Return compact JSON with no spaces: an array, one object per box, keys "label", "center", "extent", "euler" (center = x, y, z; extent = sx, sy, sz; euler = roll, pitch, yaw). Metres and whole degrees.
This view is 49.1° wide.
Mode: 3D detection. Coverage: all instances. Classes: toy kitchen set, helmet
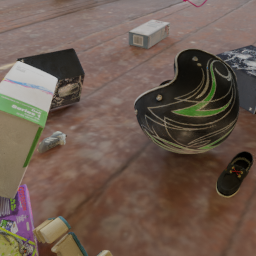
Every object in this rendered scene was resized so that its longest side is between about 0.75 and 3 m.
[{"label":"toy kitchen set","center":[-1.039,2.275,5.322],"extent":[0.798,1.085,1.354],"euler":[-31,89,-34]},{"label":"helmet","center":[1.546,-0.517,7.387],"extent":[2.581,2.581,2.460],"euler":[18,66,22]}]

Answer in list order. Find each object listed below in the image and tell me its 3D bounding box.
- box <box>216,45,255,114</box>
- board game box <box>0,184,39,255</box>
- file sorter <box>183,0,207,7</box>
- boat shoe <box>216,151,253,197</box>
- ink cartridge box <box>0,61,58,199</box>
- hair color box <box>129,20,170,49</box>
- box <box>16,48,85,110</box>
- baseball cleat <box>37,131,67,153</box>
[{"label":"box","center":[4.497,-1.853,10.112],"extent":[2.196,1.255,2.411],"euler":[-21,42,-23]},{"label":"board game box","center":[-2.578,2.211,5.579],"extent":[1.382,0.372,2.303],"euler":[-17,40,-14]},{"label":"file sorter","center":[2.131,-5.215,9.460],"extent":[1.139,1.262,1.816],"euler":[-3,58,-52]},{"label":"boat shoe","center":[2.632,1.104,6.912],"extent":[0.549,0.470,1.501],"euler":[29,47,29]},{"label":"ink cartridge box","center":[-2.688,-0.107,6.717],"extent":[1.181,2.037,2.813],"euler":[21,25,-18]},{"label":"hair color box","center":[1.146,-4.925,14.595],"extent":[1.173,0.718,2.370],"euler":[22,43,26]},{"label":"box","center":[-2.465,-1.471,8.994],"extent":[1.780,1.750,1.103],"euler":[-18,71,-22]},{"label":"baseball cleat","center":[-2.098,0.408,7.917],"extent":[0.509,0.334,0.956],"euler":[16,41,20]}]
